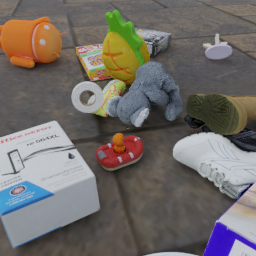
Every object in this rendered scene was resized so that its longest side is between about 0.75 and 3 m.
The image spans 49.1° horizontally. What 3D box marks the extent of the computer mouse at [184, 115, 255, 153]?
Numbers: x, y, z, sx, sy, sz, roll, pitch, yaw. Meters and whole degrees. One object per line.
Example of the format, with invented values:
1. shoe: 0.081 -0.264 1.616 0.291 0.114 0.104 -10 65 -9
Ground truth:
1. computer mouse: 2.341 0.209 6.421 1.400 0.533 2.022 -7 28 -26

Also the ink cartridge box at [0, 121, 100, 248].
1. ink cartridge box: -1.626 0.840 5.079 1.493 0.862 2.046 -20 37 -24

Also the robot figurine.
1. robot figurine: -3.578 -3.225 10.384 2.557 1.491 1.839 9 32 12

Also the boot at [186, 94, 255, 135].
1. boot: 2.758 -0.423 6.267 2.309 0.764 2.023 0 19 -16

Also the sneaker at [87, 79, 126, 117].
1. sneaker: -0.435 -0.774 7.789 0.724 0.627 1.604 26 47 18

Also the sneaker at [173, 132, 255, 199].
1. sneaker: 1.901 0.776 5.373 2.245 0.837 0.978 16 43 22

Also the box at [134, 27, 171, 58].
1. box: 0.466 -3.689 11.841 2.233 0.540 1.768 19 40 24

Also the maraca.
1. maraca: -0.076 -2.252 8.219 1.361 2.544 1.744 -41 69 -16

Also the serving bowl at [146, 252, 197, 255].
1. serving bowl: 0.558 2.586 2.757 2.465 0.811 2.465 1 33 -1

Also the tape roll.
1. tape roll: -1.005 -0.758 6.975 0.795 0.795 0.145 -4 25 -6

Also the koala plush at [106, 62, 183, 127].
1. koala plush: 0.337 -0.696 7.051 1.632 1.500 1.447 -39 46 -23

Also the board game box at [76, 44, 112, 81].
1. board game box: -1.042 -2.492 10.356 1.289 0.405 2.698 -12 40 -15

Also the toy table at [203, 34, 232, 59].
1. toy table: 3.433 -3.071 10.795 0.993 0.913 0.581 3 52 -8

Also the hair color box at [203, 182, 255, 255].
1. hair color box: 1.992 1.456 3.703 1.255 0.744 2.295 25 15 31

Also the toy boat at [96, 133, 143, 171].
1. toy boat: -0.171 0.406 5.965 1.035 0.676 0.675 -18 39 -24
